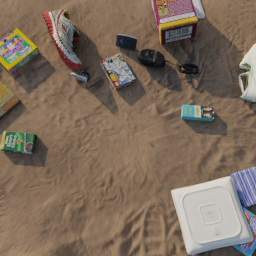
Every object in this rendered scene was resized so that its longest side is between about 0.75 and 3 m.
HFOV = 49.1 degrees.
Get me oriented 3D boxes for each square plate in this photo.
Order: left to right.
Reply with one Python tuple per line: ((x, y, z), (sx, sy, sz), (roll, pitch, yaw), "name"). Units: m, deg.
((2.840, 2.957, 9.620), (2.241, 0.319, 2.219), (-15, 68, 5), "square plate")

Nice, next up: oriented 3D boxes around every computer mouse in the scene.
((1.640, -2.630, 11.597), (2.656, 0.452, 0.779), (17, 54, 0), "computer mouse")

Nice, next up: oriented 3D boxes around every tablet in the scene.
((2.620, -5.754, 12.667), (1.321, 0.139, 2.030), (-9, 72, -3), "tablet")

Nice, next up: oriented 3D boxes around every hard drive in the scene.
((-0.060, -3.630, 11.786), (0.876, 0.591, 0.185), (13, 45, 1), "hard drive")

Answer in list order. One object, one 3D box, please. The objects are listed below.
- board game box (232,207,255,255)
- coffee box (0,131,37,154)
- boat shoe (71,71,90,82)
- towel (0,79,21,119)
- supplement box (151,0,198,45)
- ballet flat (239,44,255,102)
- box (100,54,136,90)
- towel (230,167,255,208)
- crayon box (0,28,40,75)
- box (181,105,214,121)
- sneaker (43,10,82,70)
((3.721, 3.350, 9.682), (1.710, 0.385, 1.300), (34, 76, 10), "board game box")
((-4.151, 0.548, 10.618), (1.230, 0.270, 0.756), (6, 73, 2), "coffee box")
((-1.938, -2.184, 11.497), (0.770, 0.287, 0.357), (21, 67, -2), "boat shoe")
((-5.548, -1.271, 11.229), (2.124, 0.230, 1.558), (42, 77, 11), "towel")
((1.869, -4.940, 11.761), (1.546, 1.219, 2.362), (-10, 73, 5), "supplement box")
((4.898, -2.284, 11.266), (0.879, 0.879, 2.532), (6, 76, 2), "ballet flat")
((-0.420, -2.312, 11.483), (0.934, 0.272, 1.365), (-25, 74, -14), "box")
((4.764, 2.043, 10.187), (1.755, 0.209, 1.271), (-16, 72, -5), "towel")
((-4.723, -3.202, 11.701), (1.317, 0.445, 1.526), (44, 78, 11), "crayon box")
((2.722, -0.592, 10.961), (1.226, 0.301, 0.504), (4, 73, 1), "box")
((-2.494, -3.749, 11.509), (1.215, 1.151, 2.958), (-22, 74, -8), "sneaker")
